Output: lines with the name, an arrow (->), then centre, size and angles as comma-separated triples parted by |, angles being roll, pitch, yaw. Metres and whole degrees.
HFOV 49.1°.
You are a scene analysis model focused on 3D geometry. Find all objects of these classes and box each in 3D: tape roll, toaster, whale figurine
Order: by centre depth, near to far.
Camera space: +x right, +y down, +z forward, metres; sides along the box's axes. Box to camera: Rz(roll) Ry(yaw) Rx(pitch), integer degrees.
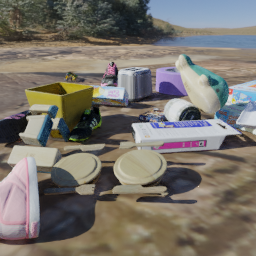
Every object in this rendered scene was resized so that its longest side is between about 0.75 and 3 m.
whale figurine -> 2.274, -1.430, 8.525 | 1.039, 2.003, 1.593 | -34, -5, -4
toaster -> 0.265, -1.953, 12.400 | 1.143, 1.300, 2.012 | 13, 24, 36
tape roll -> 2.627, -2.382, 14.000 | 2.436, 1.035, 2.436 | -1, 21, 0

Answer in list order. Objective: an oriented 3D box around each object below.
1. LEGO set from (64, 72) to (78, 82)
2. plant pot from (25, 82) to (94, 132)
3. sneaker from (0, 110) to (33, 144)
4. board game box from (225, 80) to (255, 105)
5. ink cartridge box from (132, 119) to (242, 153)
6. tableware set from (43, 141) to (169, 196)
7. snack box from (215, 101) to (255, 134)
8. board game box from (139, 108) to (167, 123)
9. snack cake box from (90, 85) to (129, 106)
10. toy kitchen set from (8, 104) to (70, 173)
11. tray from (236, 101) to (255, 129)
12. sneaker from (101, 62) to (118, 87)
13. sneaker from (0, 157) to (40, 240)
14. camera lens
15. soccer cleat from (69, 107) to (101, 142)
LEGO set -> -3.369, -2.901, 16.427 | 0.743, 0.560, 0.967 | 26, 17, -18
plant pot -> -2.037, -0.600, 8.679 | 1.494, 1.318, 1.494 | 11, 23, 28
sneaker -> -3.435, -0.003, 8.233 | 0.825, 0.706, 2.012 | -10, 12, 25
board game box -> 5.749, -1.275, 11.399 | 2.577, 0.720, 2.523 | -17, 25, -38
ink cartridge box -> 1.543, 0.188, 7.740 | 2.729, 0.506, 1.292 | -5, 20, -7
tableware set -> -0.384, 0.934, 5.762 | 2.375, 0.476, 1.570 | -3, 31, 8
snack box -> 4.374, -0.226, 8.789 | 1.647, 0.526, 2.835 | -12, 23, -29
board game box -> 0.996, -0.433, 9.854 | 0.759, 0.194, 1.120 | 13, 24, 31
snack cake box -> -0.784, -1.286, 11.208 | 1.492, 0.501, 0.858 | 5, -14, 14
toy kitchen set -> -1.893, 0.437, 7.006 | 1.057, 1.438, 1.795 | 4, 57, 10
tray -> 3.878, -0.356, 8.073 | 1.074, 0.222, 2.000 | 8, 26, 31
sneaker -> -0.939, -2.981, 15.374 | 1.029, 1.242, 2.604 | 1, 21, -2
sneaker -> -2.078, 1.108, 4.784 | 1.043, 0.751, 1.995 | -1, 23, -19
camera lens -> 1.724, -0.433, 8.877 | 0.859, 0.859, 1.074 | -7, 21, -18
soccer cleat -> -1.257, -0.144, 8.283 | 0.604, 0.725, 1.790 | 5, 21, 14
